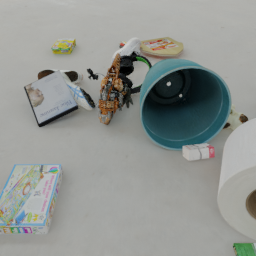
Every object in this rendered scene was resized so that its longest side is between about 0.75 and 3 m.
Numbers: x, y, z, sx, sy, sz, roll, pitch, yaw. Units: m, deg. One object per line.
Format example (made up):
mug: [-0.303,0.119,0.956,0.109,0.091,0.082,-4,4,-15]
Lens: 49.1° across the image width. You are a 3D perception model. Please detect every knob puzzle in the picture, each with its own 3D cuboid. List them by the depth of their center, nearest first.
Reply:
knob puzzle: [1.992,-4.493,16.020,2.896,0.402,2.896,0,36,0]

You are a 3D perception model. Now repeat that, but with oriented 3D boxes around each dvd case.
dvd case: [-3.040,-1.200,10.920,1.613,0.198,2.262,-27,57,-7]

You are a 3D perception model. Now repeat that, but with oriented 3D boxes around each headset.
headset: [-0.315,-2.341,11.971,2.760,1.297,1.704,-2,71,22]

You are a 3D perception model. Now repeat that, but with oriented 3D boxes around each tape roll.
tape roll: [3.468,1.201,6.484,2.574,2.574,1.767,11,38,15]

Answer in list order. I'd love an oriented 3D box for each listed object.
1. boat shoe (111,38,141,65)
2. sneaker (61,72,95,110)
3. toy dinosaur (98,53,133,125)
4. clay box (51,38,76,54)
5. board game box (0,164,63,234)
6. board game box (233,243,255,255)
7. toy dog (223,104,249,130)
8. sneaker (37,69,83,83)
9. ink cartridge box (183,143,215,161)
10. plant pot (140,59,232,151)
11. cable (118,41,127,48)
boat shoe: [0.157,-3.986,14.937,0.942,0.990,2.751,27,41,14]
sneaker: [-2.317,-1.394,11.571,2.652,0.953,0.961,39,87,32]
toy dinosaur: [-0.508,-1.430,10.583,1.372,1.823,2.685,29,85,13]
clay box: [-3.740,-4.744,16.326,1.057,0.438,1.840,2,36,3]
board game box: [-2.641,1.815,7.495,1.416,0.360,2.106,0,36,1]
board game box: [2.773,3.089,5.955,0.696,0.156,1.329,-1,36,2]
toy dog: [3.564,-0.310,9.930,1.348,0.941,1.307,11,40,11]
sneaker: [-3.088,-2.300,12.961,2.140,0.779,0.906,5,8,14]
ink cartridge box: [2.200,0.743,8.792,0.830,0.344,0.608,-6,11,-8]
plant pot: [1.656,-1.106,9.665,2.831,2.831,2.660,-3,28,-4]
cable: [-0.006,-4.867,16.594,1.281,0.322,0.622,23,42,28]
